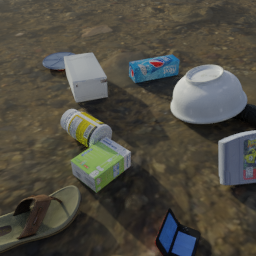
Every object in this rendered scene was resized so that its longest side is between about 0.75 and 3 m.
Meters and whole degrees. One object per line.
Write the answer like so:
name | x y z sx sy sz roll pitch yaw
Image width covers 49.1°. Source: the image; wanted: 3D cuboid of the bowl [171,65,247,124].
bowl | 2.963 -1.514 10.687 2.929 1.316 2.929 -13 34 9

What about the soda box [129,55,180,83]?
soda box | 1.237 -2.823 13.277 2.309 0.783 0.741 -14 40 -18

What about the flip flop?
flip flop | -2.483 2.185 6.982 2.819 0.811 1.143 -17 42 -20

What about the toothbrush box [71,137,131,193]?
toothbrush box | -0.800 1.069 8.515 1.090 0.644 1.497 29 48 32

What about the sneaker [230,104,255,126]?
sneaker | 4.215 -0.565 10.632 0.942 0.842 2.301 -37 47 -6

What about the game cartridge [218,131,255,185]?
game cartridge | 3.751 0.826 8.159 2.237 1.489 0.457 -5 5 -8

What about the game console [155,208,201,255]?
game console | 1.207 2.599 6.618 0.913 0.629 1.059 16 42 19

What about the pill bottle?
pill bottle | -1.460 0.025 9.583 1.698 0.971 0.971 29 47 32

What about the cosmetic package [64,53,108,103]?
cosmetic package | -1.913 -2.310 12.449 1.471 1.058 2.607 -11 41 -13

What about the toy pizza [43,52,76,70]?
toy pizza | -3.420 -3.390 14.392 1.869 0.296 1.869 -1 40 1
